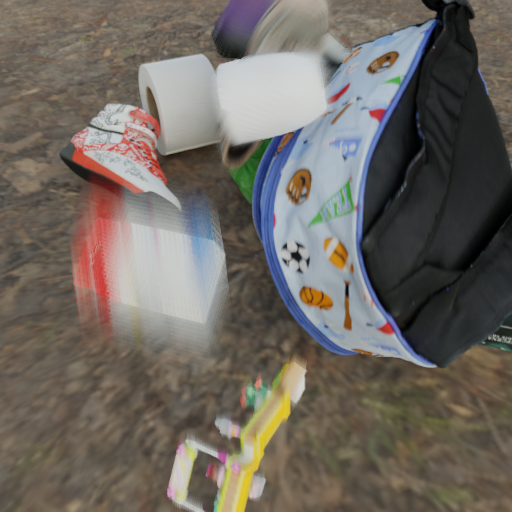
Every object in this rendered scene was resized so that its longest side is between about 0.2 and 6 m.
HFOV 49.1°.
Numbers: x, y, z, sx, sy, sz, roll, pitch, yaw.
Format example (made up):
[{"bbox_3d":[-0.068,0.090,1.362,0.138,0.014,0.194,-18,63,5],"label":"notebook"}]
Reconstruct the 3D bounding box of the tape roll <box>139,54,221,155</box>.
[{"bbox_3d":[-1.463,-2.945,10.939,1.202,1.751,1.751,-18,45,-18],"label":"tape roll"}]

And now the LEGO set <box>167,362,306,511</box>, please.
[{"bbox_3d":[-0.240,1.900,5.630,0.769,0.950,2.066,15,70,25],"label":"LEGO set"}]

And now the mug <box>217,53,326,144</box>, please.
[{"bbox_3d":[0.204,-1.798,6.017,1.010,0.851,1.152,-9,40,12],"label":"mug"}]

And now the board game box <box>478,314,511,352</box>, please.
[{"bbox_3d":[4.255,0.048,8.607,2.379,0.495,3.517,10,43,11],"label":"board game box"}]

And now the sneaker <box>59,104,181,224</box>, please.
[{"bbox_3d":[-2.084,-1.770,9.911,2.938,0.981,1.575,28,73,31],"label":"sneaker"}]

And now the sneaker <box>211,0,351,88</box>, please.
[{"bbox_3d":[0.794,-2.761,8.981,3.378,1.479,1.279,40,4,-7],"label":"sneaker"}]

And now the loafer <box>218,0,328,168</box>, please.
[{"bbox_3d":[0.189,-2.306,7.881,1.012,2.814,0.885,16,55,-16],"label":"loafer"}]

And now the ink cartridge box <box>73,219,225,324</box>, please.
[{"bbox_3d":[-1.065,0.135,5.609,1.317,0.443,0.765,12,76,16],"label":"ink cartridge box"}]

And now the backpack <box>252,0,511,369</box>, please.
[{"bbox_3d":[1.656,-0.602,7.051,2.995,3.888,3.703,-12,38,44],"label":"backpack"}]

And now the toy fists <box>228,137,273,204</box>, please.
[{"bbox_3d":[1.383,-1.803,10.063,3.789,1.303,1.932,-11,39,-11],"label":"toy fists"}]
